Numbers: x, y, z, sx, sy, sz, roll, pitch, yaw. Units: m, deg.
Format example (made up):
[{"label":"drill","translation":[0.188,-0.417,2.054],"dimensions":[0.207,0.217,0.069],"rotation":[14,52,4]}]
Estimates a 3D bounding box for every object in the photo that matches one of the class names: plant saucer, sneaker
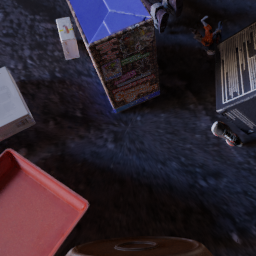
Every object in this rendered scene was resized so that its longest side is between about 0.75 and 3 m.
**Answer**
[{"label":"plant saucer","translation":[0.156,2.188,4.692],"dimensions":[2.770,2.770,0.477],"rotation":[-2,77,-1]},{"label":"sneaker","translation":[2.450,0.155,6.769],"dimensions":[0.974,0.399,0.375],"rotation":[30,93,-26]},{"label":"plant saucer","translation":[-2.506,2.077,5.774],"dimensions":[2.712,0.498,2.706],"rotation":[26,65,27]}]

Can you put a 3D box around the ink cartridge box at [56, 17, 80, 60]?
[{"label":"ink cartridge box","translation":[-1.742,-2.597,8.147],"dimensions":[0.418,0.727,1.002],"rotation":[-14,58,-8]}]

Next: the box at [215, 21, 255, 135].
[{"label":"box","translation":[3.405,-1.382,6.516],"dimensions":[1.426,2.295,2.314],"rotation":[29,54,-28]}]

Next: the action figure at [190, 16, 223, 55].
[{"label":"action figure","translation":[2.366,-2.649,8.145],"dimensions":[0.653,1.208,1.248],"rotation":[-6,58,40]}]

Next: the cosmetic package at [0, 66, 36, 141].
[{"label":"cosmetic package","translation":[-3.859,-0.345,7.175],"dimensions":[2.378,0.614,1.793],"rotation":[-28,66,-12]}]

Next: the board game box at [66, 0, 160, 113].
[{"label":"board game box","translation":[-0.327,-2.085,6.782],"dimensions":[1.348,2.783,2.218],"rotation":[-23,64,-2]}]

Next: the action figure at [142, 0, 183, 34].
[{"label":"action figure","translation":[0.518,-4.293,9.082],"dimensions":[1.723,0.919,2.648],"rotation":[-37,65,-9]}]
